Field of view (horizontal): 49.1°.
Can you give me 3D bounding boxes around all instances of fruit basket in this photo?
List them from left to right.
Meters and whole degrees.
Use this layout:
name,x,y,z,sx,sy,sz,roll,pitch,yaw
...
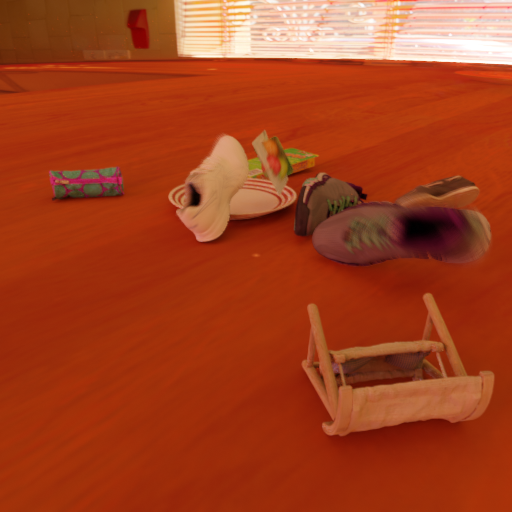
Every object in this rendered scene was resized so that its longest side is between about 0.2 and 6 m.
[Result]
name,x,y,z,sx,sy,sz,roll,pitch,yaw
fruit basket,0.291,-1.992,12.005,0.627,1.239,1.338,-21,18,26

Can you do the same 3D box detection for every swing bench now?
name,x,y,z,sx,sy,sz,roll,pitch,yaw
swing bench,1.477,1.316,6.318,1.591,1.038,1.599,-3,30,-8

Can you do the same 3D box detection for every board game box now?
name,x,y,z,sx,sy,sz,roll,pitch,yaw
board game box,0.452,-2.441,15.139,2.451,0.367,1.171,-25,34,-31

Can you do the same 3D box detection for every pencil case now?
name,x,y,z,sx,sy,sz,roll,pitch,yaw
pencil case,-3.997,-1.717,13.253,1.659,0.706,0.767,-6,1,-11

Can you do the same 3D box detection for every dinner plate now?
name,x,y,z,sx,sy,sz,roll,pitch,yaw
dinner plate,-0.524,-1.273,12.688,2.869,0.348,2.869,-1,23,0

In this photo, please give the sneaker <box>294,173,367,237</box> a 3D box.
name,x,y,z,sx,sy,sz,roll,pitch,yaw
sneaker,1.613,-1.097,11.600,1.237,1.052,2.826,12,26,14

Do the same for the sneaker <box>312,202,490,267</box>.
name,x,y,z,sx,sy,sz,roll,pitch,yaw
sneaker,2.079,-0.467,9.064,3.036,1.130,1.329,-3,-10,36

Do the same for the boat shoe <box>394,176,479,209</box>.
name,x,y,z,sx,sy,sz,roll,pitch,yaw
boat shoe,3.691,-1.239,11.821,2.069,0.692,0.590,-13,47,-16

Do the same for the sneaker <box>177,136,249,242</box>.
name,x,y,z,sx,sy,sz,roll,pitch,yaw
sneaker,-0.837,-1.450,10.982,0.861,1.007,2.311,-3,60,35
